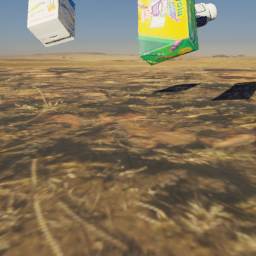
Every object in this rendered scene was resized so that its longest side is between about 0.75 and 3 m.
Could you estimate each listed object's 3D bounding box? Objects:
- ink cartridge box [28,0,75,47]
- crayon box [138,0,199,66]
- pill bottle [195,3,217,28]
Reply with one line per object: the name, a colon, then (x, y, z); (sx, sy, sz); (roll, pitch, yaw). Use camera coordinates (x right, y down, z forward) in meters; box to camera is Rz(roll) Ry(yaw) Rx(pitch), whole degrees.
ink cartridge box: (-2.542, -3.788, 9.422); (1.158, 1.573, 1.138); (-12, -23, 16)
crayon box: (1.155, -3.361, 8.342); (1.570, 2.644, 0.770); (-12, -21, 33)
pill bottle: (2.732, -4.527, 11.395); (1.622, 0.901, 0.901); (-20, 21, -15)
